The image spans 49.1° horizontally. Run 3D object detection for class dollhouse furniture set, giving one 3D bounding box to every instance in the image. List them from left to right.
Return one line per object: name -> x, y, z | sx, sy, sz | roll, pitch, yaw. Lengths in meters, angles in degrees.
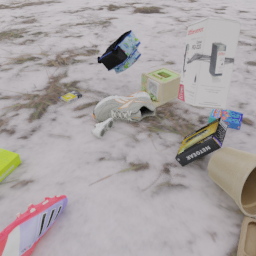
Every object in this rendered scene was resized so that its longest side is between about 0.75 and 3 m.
dollhouse furniture set -> 3.747, 2.522, 6.732 | 1.711, 1.394, 1.627 | 16, 39, 20

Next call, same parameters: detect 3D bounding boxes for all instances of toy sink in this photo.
toy sink -> 1.396, -1.956, 13.104 | 2.082, 1.166, 1.357 | -26, 43, -31

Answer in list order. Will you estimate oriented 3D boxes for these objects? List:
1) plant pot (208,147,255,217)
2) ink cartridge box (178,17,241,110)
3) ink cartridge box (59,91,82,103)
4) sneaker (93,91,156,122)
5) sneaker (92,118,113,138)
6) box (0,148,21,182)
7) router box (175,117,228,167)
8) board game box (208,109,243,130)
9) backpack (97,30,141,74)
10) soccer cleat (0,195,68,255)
plant pot -> 3.303, 1.365, 8.189 | 1.793, 1.793, 1.641 | -16, 23, -21
ink cartridge box -> 2.643, -2.156, 9.476 | 1.164, 2.745, 1.999 | 6, 12, -8
ink cartridge box -> -2.758, -1.530, 13.367 | 0.837, 0.197, 0.827 | 28, 44, 30
sneaker -> -0.080, -0.724, 11.619 | 2.707, 1.025, 1.245 | -17, 47, -18
sneaker -> -1.034, -0.088, 11.164 | 0.586, 0.460, 1.180 | 16, 38, 26
box -> -4.580, 1.427, 9.031 | 1.198, 0.468, 1.965 | 14, 38, 18
router box -> 2.480, 0.476, 9.480 | 0.435, 1.664, 1.309 | 47, 41, -8
board game box -> 4.108, -0.427, 11.748 | 1.273, 0.286, 0.968 | 14, 38, 19
backpack -> -0.204, -3.285, 12.247 | 1.567, 1.258, 1.712 | -18, 33, 52
soccer cleat -> -2.534, 2.672, 7.142 | 0.921, 1.056, 2.761 | -20, 6, 37
